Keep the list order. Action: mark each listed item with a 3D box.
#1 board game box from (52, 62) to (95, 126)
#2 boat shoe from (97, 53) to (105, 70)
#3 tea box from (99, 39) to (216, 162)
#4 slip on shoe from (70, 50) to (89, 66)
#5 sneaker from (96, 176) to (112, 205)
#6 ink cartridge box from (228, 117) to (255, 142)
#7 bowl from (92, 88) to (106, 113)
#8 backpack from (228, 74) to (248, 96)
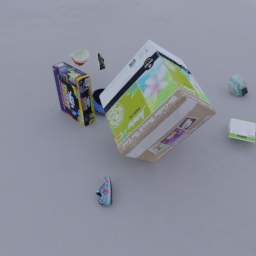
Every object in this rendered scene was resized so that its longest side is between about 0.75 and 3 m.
[{"bbox_3d":[-2.157,-1.354,11.214,1.753,2.121,0.601,30,48,35],"label":"board game box"},{"bbox_3d":[-1.103,-2.687,11.273,0.294,0.343,0.938,-10,53,-7],"label":"boat shoe"},{"bbox_3d":[0.815,-0.782,9.096,1.813,2.713,2.669,17,39,-42],"label":"tea box"},{"bbox_3d":[-2.260,-3.312,13.410,0.778,0.642,2.099,-32,27,-12],"label":"slip on shoe"},{"bbox_3d":[-0.730,1.850,8.419,0.494,0.410,1.033,-4,37,-2],"label":"sneaker"},{"bbox_3d":[4.246,0.207,10.523,0.935,0.479,1.265,13,41,16],"label":"ink cartridge box"},{"bbox_3d":[-0.926,-1.205,12.191,1.465,0.288,1.465,11,43,-11],"label":"bowl"},{"bbox_3d":[5.120,-2.011,13.058,0.720,0.956,0.849,-26,41,-1],"label":"backpack"}]
